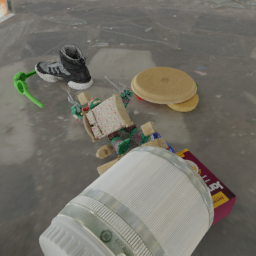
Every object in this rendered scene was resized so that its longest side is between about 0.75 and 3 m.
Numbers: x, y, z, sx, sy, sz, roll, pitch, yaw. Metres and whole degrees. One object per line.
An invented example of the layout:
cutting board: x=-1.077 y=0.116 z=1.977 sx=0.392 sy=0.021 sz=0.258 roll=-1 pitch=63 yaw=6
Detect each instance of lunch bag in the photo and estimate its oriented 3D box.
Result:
lunch bag: x=0.849 y=0.616 z=7.663 sx=0.459 sy=0.735 sz=0.976 roll=-11 pitch=41 yaw=-13

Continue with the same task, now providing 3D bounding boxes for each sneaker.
sneaker: x=-2.545 y=-2.522 z=10.812 sx=2.644 sy=1.505 sz=0.998 roll=20 pitch=42 yaw=21

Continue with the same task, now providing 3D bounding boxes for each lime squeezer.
lime squeezer: x=-3.806 y=-1.619 z=10.671 sx=1.059 sy=0.565 sz=2.998 roll=17 pitch=30 yaw=-29

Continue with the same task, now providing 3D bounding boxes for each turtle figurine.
turtle figurine: x=-0.585 y=-0.399 z=8.472 sx=1.943 sy=1.307 sz=2.595 roll=-33 pitch=63 yaw=-21

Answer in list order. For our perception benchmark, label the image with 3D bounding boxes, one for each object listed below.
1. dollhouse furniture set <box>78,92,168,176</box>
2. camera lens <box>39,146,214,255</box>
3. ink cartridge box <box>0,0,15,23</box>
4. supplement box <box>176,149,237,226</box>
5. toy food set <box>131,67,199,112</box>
dollhouse furniture set: x=-0.466 y=-0.106 z=7.072 sx=2.018 sy=2.366 sz=1.155 roll=-26 pitch=-3 yaw=37
camera lens: x=0.095 y=1.783 z=5.117 sx=2.157 sy=2.157 sz=2.697 roll=28 pitch=47 yaw=30
ink cartridge box: x=-3.501 y=-3.331 z=7.515 sx=1.068 sy=0.866 sz=0.268 roll=-7 pitch=3 yaw=33
supplement box: x=1.530 y=1.419 z=6.675 sx=0.969 sy=0.752 sz=1.756 roll=-20 pitch=44 yaw=-23
toy food set: x=1.355 y=-1.525 z=10.346 sx=2.480 sy=0.603 sz=2.455 roll=4 pitch=40 yaw=5
